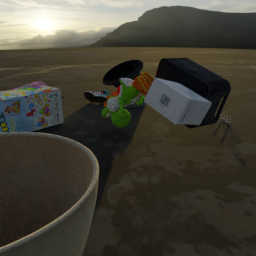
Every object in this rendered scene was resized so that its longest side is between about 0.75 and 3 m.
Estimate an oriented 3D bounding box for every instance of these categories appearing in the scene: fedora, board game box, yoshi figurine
[{"bbox_3d":[-0.130,-2.774,15.863,2.641,1.206,2.641,-22,32,15],"label":"fedora"},{"bbox_3d":[-3.925,-0.651,10.318,1.368,1.393,2.656,17,25,40],"label":"board game box"},{"bbox_3d":[0.049,-0.844,9.991,1.306,2.323,1.301,21,46,-36],"label":"yoshi figurine"}]

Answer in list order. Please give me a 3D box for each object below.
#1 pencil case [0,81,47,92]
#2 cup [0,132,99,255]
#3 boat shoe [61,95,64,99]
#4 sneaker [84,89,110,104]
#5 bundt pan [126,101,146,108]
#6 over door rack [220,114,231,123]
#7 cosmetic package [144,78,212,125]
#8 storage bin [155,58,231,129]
[{"bbox_3d":[-4.789,-1.359,12.721,1.174,1.174,2.686,8,23,21],"label":"pencil case"},{"bbox_3d":[-1.768,1.496,3.618,2.858,2.044,2.858,0,19,0],"label":"cup"},{"bbox_3d":[-3.701,-1.629,14.651,0.849,0.306,0.306,2,-13,36],"label":"boat shoe"},{"bbox_3d":[-1.458,-1.662,14.178,1.391,0.582,0.840,17,30,21],"label":"sneaker"},{"bbox_3d":[0.330,-1.301,13.519,1.071,0.402,1.071,1,21,0],"label":"bundt pan"},{"bbox_3d":[3.631,-0.412,11.301,0.850,0.283,0.628,-2,20,-6],"label":"over door rack"},{"bbox_3d":[1.455,-0.757,8.144,1.334,0.820,1.329,2,31,-49],"label":"cosmetic package"},{"bbox_3d":[2.039,-1.260,9.580,1.127,1.625,2.404,-10,38,-33],"label":"storage bin"}]
